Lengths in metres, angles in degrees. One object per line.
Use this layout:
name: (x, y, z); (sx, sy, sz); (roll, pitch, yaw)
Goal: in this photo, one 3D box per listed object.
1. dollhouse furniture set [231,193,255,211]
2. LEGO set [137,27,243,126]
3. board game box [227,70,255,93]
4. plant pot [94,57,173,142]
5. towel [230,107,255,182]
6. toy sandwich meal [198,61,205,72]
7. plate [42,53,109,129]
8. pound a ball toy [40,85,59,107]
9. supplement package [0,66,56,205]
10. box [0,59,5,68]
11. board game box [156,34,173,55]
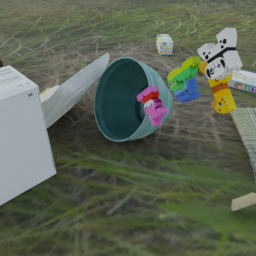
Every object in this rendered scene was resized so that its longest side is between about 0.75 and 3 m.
dollhouse furniture set: (2.571, 1.596, 5.497); (0.995, 0.788, 0.706); (-22, 79, 7)
LEGO set: (1.216, -0.600, 4.767); (0.883, 2.316, 0.950); (-10, 78, -32)
board game box: (4.245, -1.622, 9.762); (1.526, 0.261, 1.026); (21, 41, 27)
plant pot: (0.271, -0.649, 7.226); (1.376, 2.053, 2.053); (5, 25, -43)
towel: (4.178, 0.401, 6.928); (2.755, 0.494, 2.862); (1, 38, 6)
toy sandwich meal: (2.961, -2.312, 10.737); (0.806, 0.276, 0.806); (3, 37, -2)
plate: (-1.556, -0.835, 7.497); (0.377, 2.331, 2.326); (46, 42, -7)
pound a ball toy: (-2.511, -0.793, 8.506); (0.853, 0.556, 1.309); (-11, 26, 42)
supplement package: (-2.630, 0.223, 5.510); (1.754, 2.252, 1.249); (-29, 45, -34)
box: (-5.524, -1.806, 9.517); (2.374, 0.890, 1.189); (-29, 45, -31)
board game box: (1.609, -3.715, 12.396); (0.569, 0.559, 1.086); (-2, 36, -3)
